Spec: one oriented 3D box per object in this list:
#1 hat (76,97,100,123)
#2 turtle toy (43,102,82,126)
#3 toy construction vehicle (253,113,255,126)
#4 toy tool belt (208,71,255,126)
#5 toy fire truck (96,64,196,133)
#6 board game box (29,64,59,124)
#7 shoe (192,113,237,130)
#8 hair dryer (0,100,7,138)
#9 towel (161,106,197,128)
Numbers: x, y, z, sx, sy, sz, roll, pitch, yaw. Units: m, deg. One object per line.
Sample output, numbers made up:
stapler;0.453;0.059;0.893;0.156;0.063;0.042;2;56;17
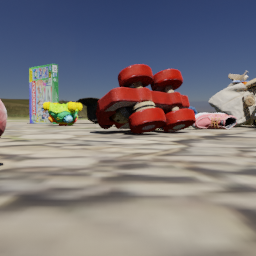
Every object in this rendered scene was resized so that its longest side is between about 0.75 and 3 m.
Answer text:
hat;-1.309;-0.706;13.209;2.428;0.979;2.428;8;-5;1
turtle toy;-2.254;-0.493;10.055;1.189;0.825;1.632;1;2;9
toy construction vehicle;3.507;-0.080;6.701;0.939;0.380;1.079;13;-4;-42
toy tool belt;3.880;-1.024;9.418;1.738;1.710;2.783;45;19;11
toy fire truck;0.251;-0.351;5.878;2.081;1.167;1.747;-1;-22;-38
board game box;-3.797;-1.473;12.595;1.738;2.582;0.376;1;3;37
shoe;2.217;-0.170;7.176;1.166;0.417;0.530;-7;13;-25
hair dryer;-1.761;-0.080;0.708;2.867;0.779;2.184;-1;1;-41
towel;0.726;-0.332;8.683;1.457;0.633;2.609;-2;2;-42
